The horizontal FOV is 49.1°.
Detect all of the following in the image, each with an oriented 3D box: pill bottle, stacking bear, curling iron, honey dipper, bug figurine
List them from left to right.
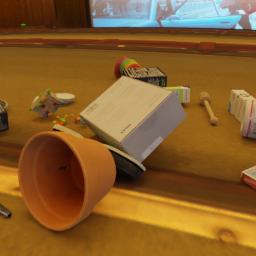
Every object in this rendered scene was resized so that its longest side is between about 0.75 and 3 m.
[{"bbox_3d":[-3.421,1.535,6.649,2.214,0.283,0.549,19,30,36],"label":"curling iron"},{"bbox_3d":[-2.130,-0.243,10.459,1.271,0.327,0.986,-10,23,-15],"label":"bug figurine"},{"bbox_3d":[0.223,-3.312,16.281,1.281,1.199,2.109,-13,33,-26],"label":"stacking bear"},{"bbox_3d":[3.350,-0.831,11.583,0.509,0.509,2.680,2,26,3],"label":"honey dipper"},{"bbox_3d":[5.010,-0.175,9.184,2.332,1.268,1.268,10,26,19],"label":"pill bottle"}]

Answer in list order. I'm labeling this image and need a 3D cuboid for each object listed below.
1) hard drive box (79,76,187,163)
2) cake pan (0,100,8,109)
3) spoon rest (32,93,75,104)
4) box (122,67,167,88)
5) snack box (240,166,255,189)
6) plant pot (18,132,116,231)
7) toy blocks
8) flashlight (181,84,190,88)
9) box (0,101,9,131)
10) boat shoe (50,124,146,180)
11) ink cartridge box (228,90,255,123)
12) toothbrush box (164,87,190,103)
[{"bbox_3d":[0.042,-0.389,8.677,2.117,1.043,2.716,-43,36,-12],"label":"hard drive box"},{"bbox_3d":[-5.936,-0.703,11.407,1.996,0.366,1.996,0,25,0],"label":"cake pan"},{"bbox_3d":[-3.289,-1.291,12.434,1.955,0.592,0.971,-21,32,-36],"label":"spoon rest"},{"bbox_3d":[0.760,-2.221,13.742,1.867,1.160,1.883,-3,25,-7],"label":"box"},{"bbox_3d":[3.907,1.578,6.535,0.869,0.294,2.418,-14,28,-28],"label":"snack box"},{"bbox_3d":[-1.186,1.008,6.098,1.984,1.984,1.389,17,13,32],"label":"plant pot"},{"bbox_3d":[-3.153,-0.917,11.061,0.881,1.289,0.644,32,22,-41],"label":"toy blocks"},{"bbox_3d":[2.546,-1.895,13.921,1.287,0.436,0.437,-19,24,-38],"label":"flashlight"},{"bbox_3d":[-5.249,-0.518,9.963,1.430,0.817,1.570,-20,50,-34],"label":"box"},{"bbox_3d":[-0.961,0.816,7.569,2.915,1.066,0.913,19,68,16],"label":"boat shoe"},{"bbox_3d":[4.547,-0.843,11.070,0.525,0.911,1.574,1,25,-3],"label":"ink cartridge box"},{"bbox_3d":[1.857,-1.480,12.516,1.520,0.654,1.107,-5,12,-9],"label":"toothbrush box"}]
